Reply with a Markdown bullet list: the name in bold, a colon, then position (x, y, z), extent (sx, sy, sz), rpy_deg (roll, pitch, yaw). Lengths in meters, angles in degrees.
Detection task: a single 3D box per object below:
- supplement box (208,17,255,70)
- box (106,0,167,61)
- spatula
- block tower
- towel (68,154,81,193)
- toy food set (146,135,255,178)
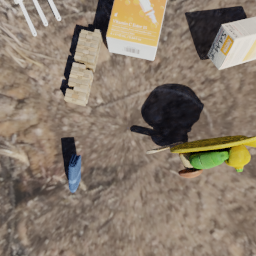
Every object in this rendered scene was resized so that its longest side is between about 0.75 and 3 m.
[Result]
- **supplement box**: position (3.397, -2.506, 8.094), extent (1.850, 1.166, 0.680), rpy_deg (-18, 62, -17)
- **box**: position (0.346, -3.479, 8.443), extent (1.494, 1.170, 2.401), rpy_deg (11, 85, 1)
- **spatula**: position (-2.930, -3.977, 8.807), extent (1.358, 0.157, 1.953), rpy_deg (-25, 89, 17)
- **block tower**: position (-1.347, -1.851, 8.575), extent (0.663, 0.619, 2.293), rpy_deg (14, 85, 0)
- **towel**: position (-1.548, 1.305, 8.051), extent (0.261, 0.601, 1.076), rpy_deg (11, 126, 4)
- **toy food set**: position (2.021, 0.784, 7.301), extent (1.606, 2.731, 0.892), rpy_deg (-11, 90, -45)
